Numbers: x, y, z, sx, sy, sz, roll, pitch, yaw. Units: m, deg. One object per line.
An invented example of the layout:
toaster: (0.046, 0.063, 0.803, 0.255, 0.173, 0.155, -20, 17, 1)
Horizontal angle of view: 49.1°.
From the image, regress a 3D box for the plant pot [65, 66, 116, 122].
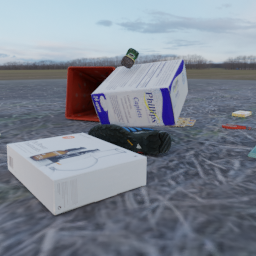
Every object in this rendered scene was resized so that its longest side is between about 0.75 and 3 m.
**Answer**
plant pot: (-1.370, -1.600, 13.745, 2.471, 2.468, 2.177, 5, 4, 22)

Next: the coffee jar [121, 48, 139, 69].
coffee jar: (0.065, -2.250, 9.058, 0.422, 0.345, 0.809, 31, 42, -5)

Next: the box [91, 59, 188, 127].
box: (0.491, -1.119, 9.045, 2.466, 1.294, 2.268, -2, 32, 24)

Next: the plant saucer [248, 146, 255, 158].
plant saucer: (4.062, 0.660, 8.475, 0.520, 0.141, 1.488, 9, 16, 35)

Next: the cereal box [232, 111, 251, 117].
cereal box: (5.850, -0.731, 14.394, 0.650, 0.179, 0.903, 12, 18, 42)

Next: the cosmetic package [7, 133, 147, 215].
cosmetic package: (-1.290, 0.821, 6.478, 2.145, 0.735, 2.845, -7, 14, -38)

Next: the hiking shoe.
hiking shoe: (0.032, 0.389, 8.396, 2.439, 0.907, 1.057, 8, 2, -1)

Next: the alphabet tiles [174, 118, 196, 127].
alphabet tiles: (2.226, -0.285, 12.722, 1.557, 0.059, 1.871, 4, 13, 19)

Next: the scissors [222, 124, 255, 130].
scissors: (4.798, 0.020, 11.351, 1.881, 0.131, 0.688, 11, 15, 36)
